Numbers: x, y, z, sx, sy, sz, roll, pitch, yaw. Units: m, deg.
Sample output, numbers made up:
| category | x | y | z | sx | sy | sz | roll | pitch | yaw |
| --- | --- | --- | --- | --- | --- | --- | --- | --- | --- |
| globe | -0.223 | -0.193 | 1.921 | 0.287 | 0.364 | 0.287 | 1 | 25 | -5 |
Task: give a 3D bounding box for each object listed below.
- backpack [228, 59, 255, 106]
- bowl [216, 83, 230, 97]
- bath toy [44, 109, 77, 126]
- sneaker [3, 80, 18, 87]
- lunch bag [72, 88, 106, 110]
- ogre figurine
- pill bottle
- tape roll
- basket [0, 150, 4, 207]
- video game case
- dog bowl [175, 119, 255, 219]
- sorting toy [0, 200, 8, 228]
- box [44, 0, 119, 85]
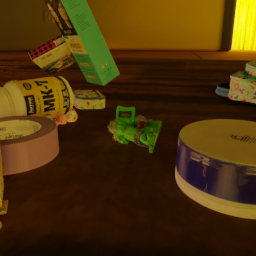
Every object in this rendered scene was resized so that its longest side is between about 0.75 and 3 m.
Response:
| category | x | y | z | sx | sy | sz | roll | pitch | yaw |
| --- | --- | --- | --- | --- | --- | --- | --- | --- | --- |
| backpack | 5.066 | -1.678 | 10.591 | 2.346 | 1.766 | 2.083 | 10 | 26 | 37 |
| bowl | 4.921 | -1.734 | 12.689 | 1.819 | 0.357 | 1.819 | 0 | 19 | 0 |
| bath toy | -2.059 | -0.286 | 8.391 | 1.279 | 0.473 | 0.556 | -17 | 60 | -39 |
| sneaker | -4.235 | -1.459 | 11.273 | 0.744 | 0.655 | 1.758 | -12 | -8 | 38 |
| lunch bag | -1.474 | -1.120 | 10.648 | 1.221 | 0.576 | 1.524 | -4 | 21 | -16 |
| ogre figurine | 0.212 | -0.022 | 6.963 | 1.154 | 0.944 | 1.924 | 16 | 34 | 9 |
| pill bottle | -2.973 | -0.807 | 8.559 | 1.334 | 1.334 | 2.334 | 18 | 27 | 41 |
| tape roll | -2.637 | 0.307 | 6.375 | 2.040 | 0.669 | 2.040 | 0 | 20 | 0 |
| basket | -2.496 | 0.735 | 4.555 | 0.798 | 0.992 | 0.983 | -5 | 14 | -21 |
| video game case | -1.954 | -2.499 | 9.038 | 2.024 | 0.362 | 1.834 | -29 | -4 | 0 |
| dog bowl | 2.061 | 0.595 | 5.174 | 2.314 | 0.911 | 2.314 | 0 | 19 | 0 |
| sorting toy | -2.343 | 1.405 | 3.741 | 0.933 | 0.327 | 1.936 | 2 | 19 | 6 |
| box | -1.159 | -2.316 | 7.189 | 0.600 | 2.441 | 1.005 | -39 | 33 | -20 |
